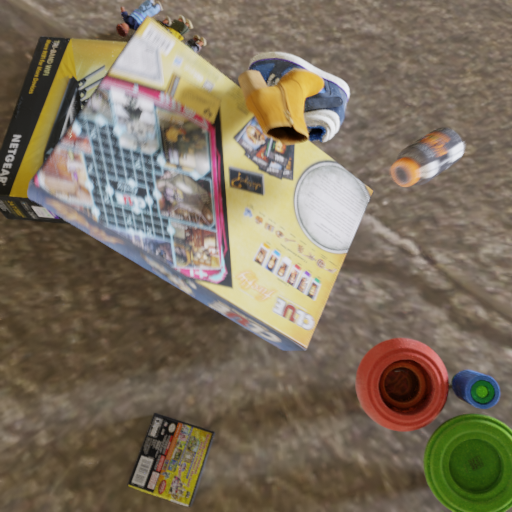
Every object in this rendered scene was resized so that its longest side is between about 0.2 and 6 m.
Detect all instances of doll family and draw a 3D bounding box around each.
[{"bbox_3d":[-2.081,-4.694,11.896,1.966,0.771,1.136,35,74,20],"label":"doll family"}]

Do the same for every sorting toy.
[{"bbox_3d":[2.809,2.409,8.562,1.722,1.176,2.866,-40,83,0],"label":"sorting toy"}]

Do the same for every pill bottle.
[{"bbox_3d":[2.495,-1.424,8.279,1.135,0.603,0.603,-33,69,-29],"label":"pill bottle"}]

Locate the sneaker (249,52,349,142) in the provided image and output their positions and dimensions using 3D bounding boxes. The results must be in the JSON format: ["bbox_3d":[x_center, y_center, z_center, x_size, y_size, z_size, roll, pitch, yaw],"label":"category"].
[{"bbox_3d":[0.666,-3.004,10.994,2.187,0.881,1.601,21,63,4],"label":"sneaker"}]

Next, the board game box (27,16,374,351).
[{"bbox_3d":[-0.594,-0.987,8.772,4.663,0.807,3.159,34,68,-18],"label":"board game box"}]

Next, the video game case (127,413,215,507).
[{"bbox_3d":[-1.293,3.124,8.625,1.023,0.144,1.132,15,66,7],"label":"video game case"}]

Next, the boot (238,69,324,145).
[{"bbox_3d":[0.568,-2.237,8.568,1.684,0.593,1.206,-9,65,-35],"label":"boot"}]

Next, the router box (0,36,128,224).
[{"bbox_3d":[-3.022,-2.385,10.654,2.926,0.972,3.721,5,66,2],"label":"router box"}]
